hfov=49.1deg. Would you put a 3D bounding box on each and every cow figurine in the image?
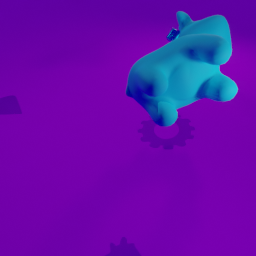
[{"bbox_3d":[0.678,-0.844,3.617,1.672,0.918,1.645,-25,31,-4],"label":"cow figurine"}]

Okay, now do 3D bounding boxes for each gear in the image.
[{"bbox_3d":[1.741,-2.060,7.475,1.584,0.293,1.584,33,15,-10],"label":"gear"}]
